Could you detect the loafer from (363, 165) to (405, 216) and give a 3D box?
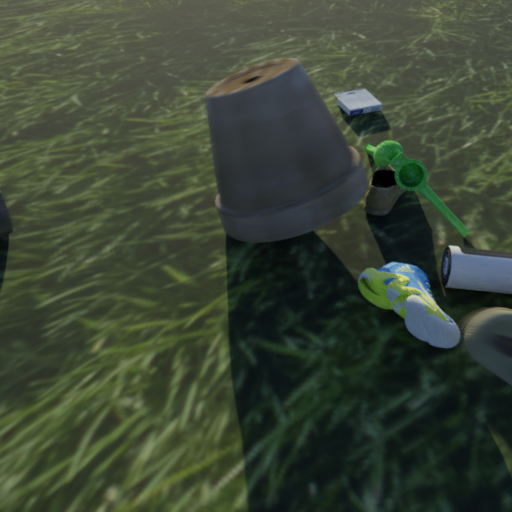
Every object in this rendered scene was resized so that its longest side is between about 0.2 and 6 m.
[{"bbox_3d":[2.697,-1.528,11.335,0.708,0.628,1.862,15,45,16],"label":"loafer"}]

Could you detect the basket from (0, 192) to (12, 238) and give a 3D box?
[{"bbox_3d":[-5.476,-0.626,9.939,1.903,1.294,1.716,-20,64,-27],"label":"basket"}]

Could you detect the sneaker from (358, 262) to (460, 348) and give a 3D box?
[{"bbox_3d":[2.609,0.637,8.960,1.007,0.726,1.917,-29,49,-28],"label":"sneaker"}]

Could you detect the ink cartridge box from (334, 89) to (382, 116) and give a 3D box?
[{"bbox_3d":[2.563,-3.890,14.182,0.908,0.200,0.925,-13,43,-14],"label":"ink cartridge box"}]

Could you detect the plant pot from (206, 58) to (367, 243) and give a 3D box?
[{"bbox_3d":[0.294,-1.988,9.893,2.822,2.449,2.822,-18,29,10],"label":"plant pot"}]

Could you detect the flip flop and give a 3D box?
[{"bbox_3d":[4.032,1.607,7.205,2.783,1.128,0.801,30,18,1],"label":"flip flop"}]

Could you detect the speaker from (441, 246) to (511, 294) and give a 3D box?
[{"bbox_3d":[4.068,0.271,9.365,1.769,0.718,0.718,6,43,7],"label":"speaker"}]

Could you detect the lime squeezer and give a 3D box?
[{"bbox_3d":[2.912,-1.591,11.137,0.622,1.165,3.300,-31,49,-6],"label":"lime squeezer"}]
